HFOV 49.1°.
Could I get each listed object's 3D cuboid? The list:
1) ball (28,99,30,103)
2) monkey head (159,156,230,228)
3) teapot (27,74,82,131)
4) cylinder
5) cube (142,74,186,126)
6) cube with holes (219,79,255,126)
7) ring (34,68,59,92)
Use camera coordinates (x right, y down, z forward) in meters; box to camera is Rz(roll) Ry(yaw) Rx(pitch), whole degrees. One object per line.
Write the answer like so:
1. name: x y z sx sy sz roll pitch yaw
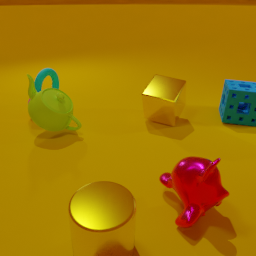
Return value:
1. ball: -2.810 -0.744 8.942 0.729 0.729 0.729 0 26 0
2. monkey head: 1.092 1.065 4.893 1.155 0.967 1.605 -36 2 -32
3. teapot: -2.089 -0.614 7.657 2.004 0.981 1.246 41 36 -3
4. cylinder: -0.368 1.448 4.141 0.951 0.951 0.951 1 32 -1
5. cube: 1.097 -0.838 8.396 1.006 1.006 1.006 17 52 22
6. cube with holes: 3.479 -0.794 8.617 1.051 1.051 1.051 8 27 8
7. ring: -2.792 -1.418 9.661 0.258 1.290 1.290 14 29 17
